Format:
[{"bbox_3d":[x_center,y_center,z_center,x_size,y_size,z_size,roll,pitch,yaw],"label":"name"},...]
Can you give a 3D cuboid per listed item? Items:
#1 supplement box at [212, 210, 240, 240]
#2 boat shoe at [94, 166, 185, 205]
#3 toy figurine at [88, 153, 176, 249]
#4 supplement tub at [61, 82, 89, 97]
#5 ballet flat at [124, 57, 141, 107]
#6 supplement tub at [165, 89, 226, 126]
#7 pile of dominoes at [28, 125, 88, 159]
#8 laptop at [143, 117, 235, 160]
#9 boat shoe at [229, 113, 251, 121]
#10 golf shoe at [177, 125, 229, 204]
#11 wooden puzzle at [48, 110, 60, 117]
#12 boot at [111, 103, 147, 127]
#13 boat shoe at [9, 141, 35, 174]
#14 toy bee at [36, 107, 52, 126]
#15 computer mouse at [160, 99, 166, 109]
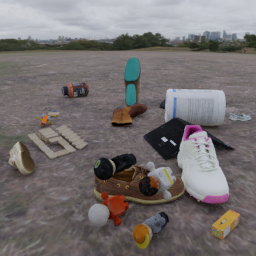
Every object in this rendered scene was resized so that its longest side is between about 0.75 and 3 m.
[{"bbox_3d":[2.067,2.026,5.907,0.759,0.261,0.253,-16,25,-41],"label":"supplement box"},{"bbox_3d":[0.279,1.363,6.951,2.291,0.774,0.825,0,20,0],"label":"boat shoe"},{"bbox_3d":[0.063,1.389,5.676,1.598,1.623,1.129,18,13,32],"label":"toy figurine"},{"bbox_3d":[-3.225,-2.318,17.047,1.552,0.830,0.830,-9,22,-26],"label":"supplement tub"},{"bbox_3d":[0.295,-2.330,14.784,0.907,2.674,0.967,-2,-7,14],"label":"ballet flat"},{"bbox_3d":[2.809,-0.883,12.029,2.355,1.554,1.554,3,20,5],"label":"supplement tub"},{"bbox_3d":[-2.538,0.546,10.210,1.592,0.325,2.042,-15,33,-37],"label":"pile of dominoes"},{"bbox_3d":[2.132,0.518,10.261,2.397,1.238,2.124,-30,25,-6],"label":"laptop"},{"bbox_3d":[5.153,-0.521,12.849,0.963,0.309,0.355,2,20,5],"label":"boat shoe"},{"bbox_3d":[1.918,0.860,7.545,1.088,1.322,2.889,-3,21,-2],"label":"golf shoe"},{"bbox_3d":[-3.624,-0.685,13.647,0.547,0.095,0.810,5,20,2],"label":"wooden puzzle"},{"bbox_3d":[0.099,-0.592,12.632,1.676,0.609,1.780,0,21,-2],"label":"boot"},{"bbox_3d":[-3.265,0.983,8.463,0.549,0.609,1.689,-42,35,-5],"label":"boat shoe"},{"bbox_3d":[-3.613,-0.369,12.318,0.674,0.559,1.029,34,38,1],"label":"toy bee"},{"bbox_3d":[2.664,-1.570,15.415,2.347,0.540,1.648,-7,22,-20],"label":"computer mouse"}]
